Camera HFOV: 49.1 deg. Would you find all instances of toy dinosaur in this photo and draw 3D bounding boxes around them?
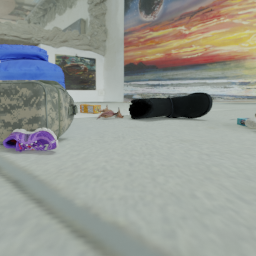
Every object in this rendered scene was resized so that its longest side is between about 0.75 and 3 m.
[{"bbox_3d":[-0.666,-0.533,10.186,0.740,0.468,1.091,12,17,31],"label":"toy dinosaur"}]

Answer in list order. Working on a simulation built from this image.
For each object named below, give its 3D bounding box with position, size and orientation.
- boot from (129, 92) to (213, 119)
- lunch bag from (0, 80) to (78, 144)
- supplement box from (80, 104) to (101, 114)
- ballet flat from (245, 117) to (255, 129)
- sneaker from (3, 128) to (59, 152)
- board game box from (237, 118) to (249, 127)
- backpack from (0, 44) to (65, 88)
[{"bbox_3d":[1.410,-0.767,9.996,2.059,0.930,2.513,-2,-1,-39],"label":"boot"},{"bbox_3d":[-1.888,-0.309,5.144,1.607,1.120,1.348,0,4,11],"label":"lunch bag"},{"bbox_3d":[-1.865,-0.947,13.843,0.428,0.442,1.285,-9,13,-42],"label":"supplement box"},{"bbox_3d":[3.378,-0.090,6.991,0.911,0.316,0.316,5,8,33],"label":"ballet flat"},{"bbox_3d":[-1.440,0.235,4.146,0.911,0.367,0.380,-2,25,22],"label":"sneaker"},{"bbox_3d":[3.500,-0.155,7.787,0.621,0.193,0.823,0,6,-1],"label":"board game box"},{"bbox_3d":[-2.849,-1.059,7.322,2.119,2.188,2.607,-12,15,-28],"label":"backpack"}]
